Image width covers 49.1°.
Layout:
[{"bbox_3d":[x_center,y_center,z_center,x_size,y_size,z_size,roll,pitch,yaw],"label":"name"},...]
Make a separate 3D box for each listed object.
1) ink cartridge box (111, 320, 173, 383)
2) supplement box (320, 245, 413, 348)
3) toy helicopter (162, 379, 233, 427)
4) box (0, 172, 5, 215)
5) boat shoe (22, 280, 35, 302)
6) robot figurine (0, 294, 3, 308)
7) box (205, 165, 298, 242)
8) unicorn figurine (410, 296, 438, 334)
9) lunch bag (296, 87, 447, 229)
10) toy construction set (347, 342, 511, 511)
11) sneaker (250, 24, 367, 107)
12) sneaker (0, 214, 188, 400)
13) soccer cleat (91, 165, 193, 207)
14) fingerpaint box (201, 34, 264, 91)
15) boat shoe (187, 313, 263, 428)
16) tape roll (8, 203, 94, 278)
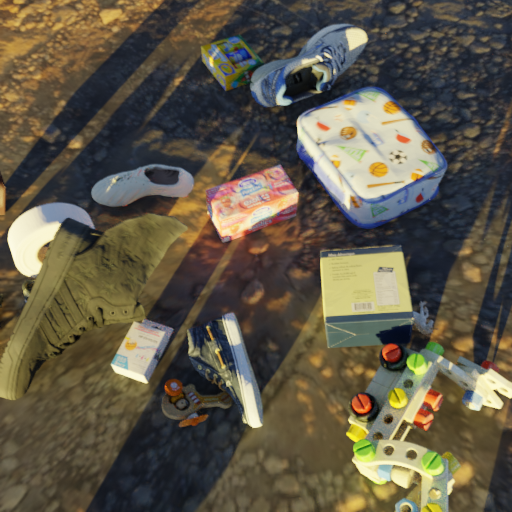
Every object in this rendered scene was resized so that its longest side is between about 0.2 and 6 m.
[{"bbox_3d":[-2.033,1.629,10.104,0.654,0.385,1.136,16,58,12],"label":"ink cartridge box"},{"bbox_3d":[1.972,0.743,10.194,1.511,1.014,1.509,-4,56,7],"label":"supplement box"},{"bbox_3d":[-0.975,2.522,9.474,1.224,0.483,0.809,0,40,-17],"label":"toy helicopter"},{"bbox_3d":[-5.662,-1.343,11.676,0.689,0.830,0.682,-10,55,-33],"label":"box"},{"bbox_3d":[-3.703,0.859,10.550,1.523,0.459,0.576,12,50,5],"label":"boat shoe"},{"bbox_3d":[-5.336,1.209,10.301,1.312,0.527,1.810,-15,58,-12],"label":"robot figurine"},{"bbox_3d":[-0.093,-1.098,11.629,1.727,0.818,0.886,-20,59,-13],"label":"box"},{"bbox_3d":[2.991,1.121,10.496,0.980,0.362,0.673,7,52,28],"label":"unicorn figurine"},{"bbox_3d":[2.332,-2.188,12.156,2.500,1.179,3.120,-27,61,-12],"label":"lunch bag"},{"bbox_3d":[2.701,2.563,8.844,2.126,1.494,3.242,19,47,40],"label":"toy construction set"},{"bbox_3d":[1.515,-4.428,13.359,3.234,1.246,1.378,-35,35,-11],"label":"sneaker"},{"bbox_3d":[-2.849,0.866,9.776,2.038,1.173,3.907,22,86,-13],"label":"sneaker"},{"bbox_3d":[-2.438,-1.540,11.716,2.255,0.875,0.781,-5,70,9],"label":"soccer cleat"},{"bbox_3d":[-0.605,-4.969,14.333,1.136,0.499,1.362,-24,60,-16],"label":"fingerpaint box"},{"bbox_3d":[-0.552,2.058,9.709,0.946,0.737,2.083,-19,58,2],"label":"boat shoe"},{"bbox_3d":[-3.816,-0.259,10.633,1.584,1.584,0.554,-23,58,-14],"label":"tape roll"}]
